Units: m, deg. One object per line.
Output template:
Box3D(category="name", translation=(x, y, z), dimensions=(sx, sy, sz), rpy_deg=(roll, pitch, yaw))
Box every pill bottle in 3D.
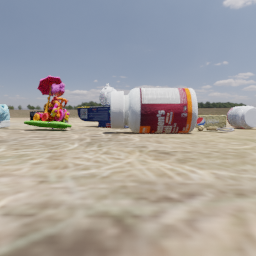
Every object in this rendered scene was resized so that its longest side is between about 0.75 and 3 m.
Box3D(category="pill bottle", translation=(0.685, -0.499, 7.954), dimensions=(2.323, 1.273, 1.273), rpy_deg=(0, 3, -1))
Box3D(category="pill bottle", translation=(4.375, -0.397, 10.494), dimensions=(0.843, 0.843, 1.486), rpy_deg=(0, 3, -1))

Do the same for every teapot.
Box3D(category="teapot", translation=(-0.833, -1.393, 11.682), dimensions=(0.927, 0.686, 0.940), rpy_deg=(-37, 37, -30))

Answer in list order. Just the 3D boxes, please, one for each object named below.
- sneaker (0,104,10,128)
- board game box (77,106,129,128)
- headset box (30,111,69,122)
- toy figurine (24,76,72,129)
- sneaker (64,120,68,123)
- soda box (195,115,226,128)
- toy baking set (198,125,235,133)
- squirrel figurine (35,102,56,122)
Box3D(category="sneaker", translation=(-5.149, -0.519, 10.055), dimensions=(0.995, 1.103, 2.691), rpy_deg=(-3, 2, 0))
Box3D(category="board game box", translation=(-0.218, -0.519, 12.430), dimensions=(2.893, 0.892, 2.891), rpy_deg=(2, 4, 43))
Box3D(category="headset box", translation=(-4.632, -0.648, 16.790), dimensions=(1.469, 0.762, 1.974), rpy_deg=(3, 3, 43))
Box3D(category="toy figurine", translation=(-2.557, -0.921, 9.514), dimensions=(1.908, 1.756, 1.433), rpy_deg=(0, -8, 43))
Box3D(category="sneaker", translation=(-3.741, -0.506, 15.095), dimensions=(0.446, 0.634, 1.193), rpy_deg=(2, 3, 36))
Box3D(category="soda box", translation=(3.227, -0.271, 11.427), dimensions=(1.479, 0.501, 0.473), rpy_deg=(0, 3, 13))
Box3D(category="toy baking set", translation=(2.735, 0.019, 8.755), dimensions=(1.117, 0.169, 1.455), rpy_deg=(1, 3, 24))
Box3D(category="squirrel figurine", translation=(-3.367, -0.589, 11.842), dimensions=(1.033, 1.107, 0.784), rpy_deg=(9, 3, -29))
